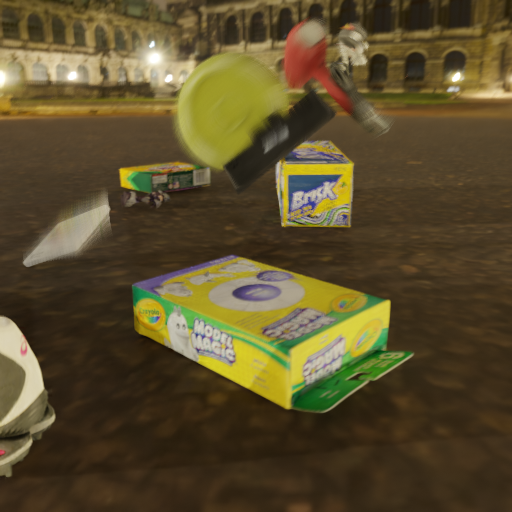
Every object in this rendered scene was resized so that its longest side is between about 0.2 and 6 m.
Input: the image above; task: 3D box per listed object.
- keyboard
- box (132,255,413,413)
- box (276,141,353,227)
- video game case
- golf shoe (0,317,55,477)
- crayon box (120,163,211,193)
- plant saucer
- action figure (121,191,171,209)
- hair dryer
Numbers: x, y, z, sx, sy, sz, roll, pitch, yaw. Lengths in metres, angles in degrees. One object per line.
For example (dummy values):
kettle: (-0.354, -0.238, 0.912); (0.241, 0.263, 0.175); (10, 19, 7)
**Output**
keyboard: (0.367, -2.200, 10.597); (2.295, 0.294, 1.378); (-38, 44, 10)
box: (0.106, 0.656, 5.559); (2.581, 0.624, 1.514); (18, 25, 41)
box: (1.132, -1.650, 11.921); (1.342, 1.232, 3.831); (0, 18, 1)
video game case: (-2.775, -0.293, 8.226); (1.096, 0.121, 0.998); (-16, 32, 30)
golf shoe: (-2.675, 0.923, 4.002); (2.378, 1.047, 0.918); (-2, 18, -1)
crayon box: (-2.318, -2.024, 14.325); (1.765, 0.514, 1.523); (-15, 22, -39)
plant saucer: (-0.520, -2.888, 11.355); (2.346, 2.346, 0.364); (3, 14, 10)
action figure: (-2.353, -1.220, 12.068); (1.071, 0.372, 0.697); (-4, 10, -23)
hair dryer: (1.245, -3.295, 10.511); (0.764, 2.143, 2.814); (-30, 33, -12)
